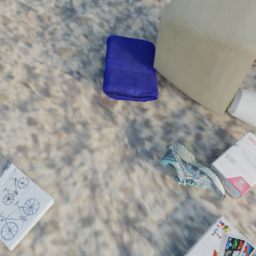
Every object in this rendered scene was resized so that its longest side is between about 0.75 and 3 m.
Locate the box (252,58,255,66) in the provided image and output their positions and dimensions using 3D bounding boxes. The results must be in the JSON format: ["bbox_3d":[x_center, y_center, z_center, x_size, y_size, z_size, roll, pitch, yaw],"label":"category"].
[{"bbox_3d":[4.240,-2.644,9.277,0.585,0.438,1.168,6,63,9],"label":"box"}]

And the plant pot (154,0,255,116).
[{"bbox_3d":[2.215,-2.457,7.800,2.430,2.742,2.745,23,64,11],"label":"plant pot"}]

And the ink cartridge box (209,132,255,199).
[{"bbox_3d":[3.040,0.985,7.440,1.474,0.610,1.080,-36,69,-16],"label":"ink cartridge box"}]

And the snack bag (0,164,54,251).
[{"bbox_3d":[-2.973,1.958,7.156,1.638,0.175,1.545,35,73,15],"label":"snack bag"}]

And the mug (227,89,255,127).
[{"bbox_3d":[3.449,-0.608,8.069,1.044,1.272,1.019,19,91,6],"label":"mug"}]

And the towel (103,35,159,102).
[{"bbox_3d":[0.073,-1.848,8.788,1.680,0.564,2.275,7,61,-11],"label":"towel"}]

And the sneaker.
[{"bbox_3d":[1.678,1.264,7.359,0.823,0.740,1.906,-44,65,-6],"label":"sneaker"}]

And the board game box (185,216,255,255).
[{"bbox_3d":[2.079,3.056,6.622,1.660,0.287,1.048,-40,71,-17],"label":"board game box"}]
